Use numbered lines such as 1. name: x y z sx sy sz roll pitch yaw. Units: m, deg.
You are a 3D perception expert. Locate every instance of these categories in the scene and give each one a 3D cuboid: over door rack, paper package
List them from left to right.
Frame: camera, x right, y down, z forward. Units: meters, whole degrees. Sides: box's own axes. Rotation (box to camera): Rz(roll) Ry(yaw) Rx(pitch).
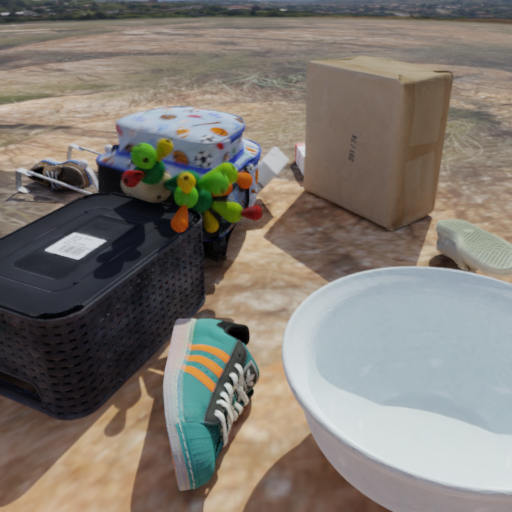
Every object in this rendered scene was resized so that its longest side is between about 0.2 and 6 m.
1. over door rack: -3.722 -2.116 12.962 3.024 1.007 2.234 9 29 16
2. paper package: 2.349 -2.435 11.554 1.512 2.924 2.787 -19 33 -31

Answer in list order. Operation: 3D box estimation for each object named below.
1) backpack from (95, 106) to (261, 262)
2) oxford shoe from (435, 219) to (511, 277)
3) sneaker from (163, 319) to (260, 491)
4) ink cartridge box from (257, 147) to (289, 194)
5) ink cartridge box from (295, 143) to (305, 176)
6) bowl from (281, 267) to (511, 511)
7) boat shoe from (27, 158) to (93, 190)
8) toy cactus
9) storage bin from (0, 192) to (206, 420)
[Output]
1. backpack: -1.260 -1.578 10.378 2.958 2.279 2.817 20 24 14
2. oxford shoe: 3.583 -0.033 9.223 0.844 0.649 2.246 -1 19 -5
3. sneaker: -0.466 1.492 6.445 1.038 0.927 2.598 -6 28 -1
4. ink cartridge box: 0.137 -1.733 11.872 0.435 1.013 0.742 43 45 -7
5. ink cartridge box: 1.502 -2.366 13.913 0.869 0.503 1.491 -3 27 -5
6. bowl: 1.893 1.535 5.786 3.312 1.489 3.312 0 29 0
7. boat shoe: -4.497 -1.781 12.779 1.914 0.692 0.693 10 34 37
8. toy cactus: -1.164 -0.915 8.149 1.953 1.210 2.367 7 -2 36
9. storage bin: -2.327 0.441 7.788 2.173 1.507 3.214 13 31 22
